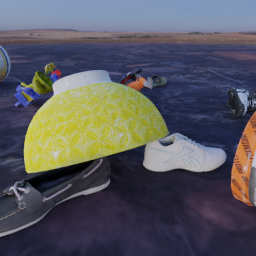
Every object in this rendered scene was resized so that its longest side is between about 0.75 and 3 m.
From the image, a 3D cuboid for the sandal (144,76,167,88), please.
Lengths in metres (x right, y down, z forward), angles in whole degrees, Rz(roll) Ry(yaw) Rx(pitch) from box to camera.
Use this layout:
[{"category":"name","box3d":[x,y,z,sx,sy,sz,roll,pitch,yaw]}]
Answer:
[{"category":"sandal","box3d":[1.308,-2.188,13.019,0.628,0.451,1.582,15,25,35]}]

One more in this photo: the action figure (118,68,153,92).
[{"category":"action figure","box3d":[-0.078,-1.249,10.076,2.082,1.089,2.014,-34,11,0]}]

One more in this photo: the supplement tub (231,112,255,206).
[{"category":"supplement tub","box3d":[2.880,0.716,3.138,2.963,1.816,1.816,18,27,39]}]

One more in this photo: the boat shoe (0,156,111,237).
[{"category":"boat shoe","box3d":[-1.235,0.874,4.373,2.283,0.651,0.763,-18,27,-40]}]

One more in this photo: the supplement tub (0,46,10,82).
[{"category":"supplement tub","box3d":[-6.740,-2.742,12.279,1.983,1.983,2.742,4,20,10]}]

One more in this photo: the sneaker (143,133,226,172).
[{"category":"sneaker","box3d":[1.141,0.468,5.496,1.670,0.669,0.587,-1,19,-6]}]

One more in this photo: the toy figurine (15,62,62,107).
[{"category":"toy figurine","box3d":[-3.036,-1.024,9.490,1.783,1.570,2.976,-29,18,4]}]

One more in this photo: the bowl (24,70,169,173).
[{"category":"bowl","box3d":[-0.670,-0.218,4.998,2.545,1.370,2.545,-15,0,0]}]

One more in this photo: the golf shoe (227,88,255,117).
[{"category":"golf shoe","box3d":[3.746,-0.882,8.939,1.014,0.834,2.146,5,22,14]}]
